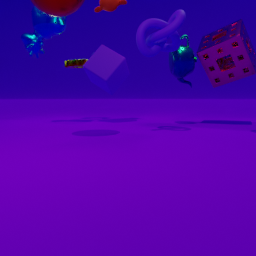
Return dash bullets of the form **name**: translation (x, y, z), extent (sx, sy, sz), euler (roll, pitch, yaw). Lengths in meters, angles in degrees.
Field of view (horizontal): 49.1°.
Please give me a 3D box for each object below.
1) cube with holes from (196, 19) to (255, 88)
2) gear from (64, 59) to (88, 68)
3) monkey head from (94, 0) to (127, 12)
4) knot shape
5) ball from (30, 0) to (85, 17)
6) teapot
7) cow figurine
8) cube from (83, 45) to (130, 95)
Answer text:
- **cube with holes**: translation (3.318, -2.467, 9.345), extent (1.393, 1.393, 1.393), euler (-17, 29, 35)
- **gear**: translation (-1.878, -2.582, 11.302), extent (1.329, 0.246, 1.329), euler (-2, 8, 0)
- **monkey head**: translation (-0.599, -4.436, 9.981), extent (1.205, 0.726, 0.867), euler (-10, -16, 14)
- **knot shape**: translation (0.934, -2.417, 7.079), extent (1.327, 0.655, 1.418), euler (-41, -20, 33)
- **ball**: translation (-1.464, -2.965, 5.729), extent (1.290, 1.290, 1.290), euler (0, 7, 0)
- **teapot**: translation (1.853, -2.162, 9.306), extent (0.874, 1.784, 1.109), euler (-8, 23, -3)
- **cow figurine**: translation (-2.795, -3.218, 9.416), extent (1.657, 1.631, 0.910), euler (3, 5, 21)
- **cube**: translation (-0.767, -2.126, 10.331), extent (1.120, 1.120, 1.120), euler (34, -11, 19)
